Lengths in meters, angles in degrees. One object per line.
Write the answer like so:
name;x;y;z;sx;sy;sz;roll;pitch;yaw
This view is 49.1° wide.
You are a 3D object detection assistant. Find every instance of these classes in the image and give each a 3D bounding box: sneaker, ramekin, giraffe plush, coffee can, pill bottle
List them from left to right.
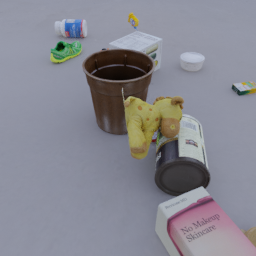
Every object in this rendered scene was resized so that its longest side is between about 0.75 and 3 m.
sneaker;-3.325;-4.323;15.286;0.841;0.949;2.271;20;43;24
pill bottle;-3.572;-6.255;17.577;1.866;1.047;1.047;1;39;4
giraffe plush;0.792;-0.229;8.086;1.686;2.079;1.794;-8;9;-1
coffee can;1.618;0.791;8.593;1.538;1.538;2.101;4;39;5
ramekin;3.290;-3.399;14.453;1.245;0.580;1.245;-1;40;0

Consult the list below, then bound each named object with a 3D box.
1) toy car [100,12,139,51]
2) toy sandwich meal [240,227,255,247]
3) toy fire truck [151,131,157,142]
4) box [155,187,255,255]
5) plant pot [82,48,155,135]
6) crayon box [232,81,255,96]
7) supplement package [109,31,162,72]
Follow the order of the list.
toy car;-0.471;-4.343;14.175;1.393;2.840;0.945;-8;48;-37
toy sandwich meal;3.335;3.026;6.755;1.435;0.491;1.435;2;41;-2
toy fire truck;1.291;0.186;10.207;0.776;0.518;0.925;-1;34;27
box;1.769;2.690;6.558;1.379;1.175;2.156;-17;42;-20
plant pot;-0.301;-1.267;10.364;2.512;2.486;2.512;-1;39;0
crayon box;5.370;-1.817;12.775;1.031;0.266;0.648;-10;41;-11
supplement package;0.385;-3.503;13.739;1.614;1.626;2.143;28;47;30
